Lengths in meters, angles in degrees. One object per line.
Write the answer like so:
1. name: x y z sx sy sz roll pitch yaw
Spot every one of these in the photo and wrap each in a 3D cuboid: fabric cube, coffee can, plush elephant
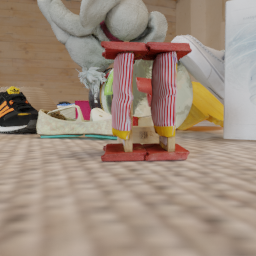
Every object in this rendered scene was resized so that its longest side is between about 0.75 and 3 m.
1. fabric cube: -1.285 -0.508 9.840 0.938 0.921 0.935 1 5 9
2. coffee can: 0.186 -0.787 6.931 1.760 1.760 2.404 -1 3 -23
3. plush elephant: -0.482 -2.472 6.622 2.197 2.838 2.337 -37 -38 23

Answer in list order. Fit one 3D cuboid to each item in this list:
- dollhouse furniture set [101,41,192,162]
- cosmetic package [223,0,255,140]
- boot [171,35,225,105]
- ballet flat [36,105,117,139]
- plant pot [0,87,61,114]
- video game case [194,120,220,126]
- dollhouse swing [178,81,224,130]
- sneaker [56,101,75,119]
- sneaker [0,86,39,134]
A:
1. dollhouse furniture set: 0.116 -0.315 3.775 0.903 1.195 2.220 0 4 -4
2. cosmetic package: 2.905 -0.938 4.586 2.319 2.327 1.430 2 5 33
3. boot: 2.243 -1.433 6.226 2.851 1.362 1.049 34 10 -33
4. ballet flat: -0.795 -0.111 5.217 1.994 0.622 0.672 1 3 9
5. plant pot: -3.716 -0.723 9.853 2.934 1.354 2.934 0 2 0
6. video game case: 3.194 -0.525 10.867 1.750 0.214 2.448 -1 16 11
7. dollhouse swing: 1.831 -0.229 8.962 2.556 2.247 2.323 -2 45 -45
8. sneaker: -2.594 -0.841 14.165 2.819 1.082 1.568 -7 13 -10
9. sneaker: -2.848 -0.483 7.013 0.900 1.157 2.572 -3 4 -39
